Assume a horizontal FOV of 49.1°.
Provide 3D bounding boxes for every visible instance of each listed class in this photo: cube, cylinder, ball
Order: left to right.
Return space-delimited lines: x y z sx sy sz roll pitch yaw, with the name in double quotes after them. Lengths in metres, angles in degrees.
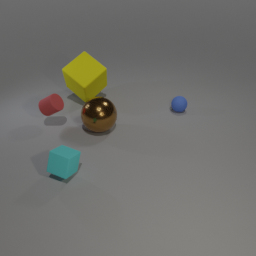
-2.974 -0.894 10.863 0.700 0.700 0.700 -21 22 28 "cylinder"
-1.961 1.024 8.570 0.700 0.700 0.700 18 18 15 "cube"
-1.918 -2.280 12.710 1.400 1.400 1.400 40 70 14 "cube"
-1.118 -0.516 10.835 1.400 1.400 1.400 0 32 0 "ball"
2.265 -1.060 12.358 0.700 0.700 0.700 0 32 0 "ball"
